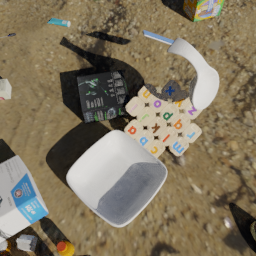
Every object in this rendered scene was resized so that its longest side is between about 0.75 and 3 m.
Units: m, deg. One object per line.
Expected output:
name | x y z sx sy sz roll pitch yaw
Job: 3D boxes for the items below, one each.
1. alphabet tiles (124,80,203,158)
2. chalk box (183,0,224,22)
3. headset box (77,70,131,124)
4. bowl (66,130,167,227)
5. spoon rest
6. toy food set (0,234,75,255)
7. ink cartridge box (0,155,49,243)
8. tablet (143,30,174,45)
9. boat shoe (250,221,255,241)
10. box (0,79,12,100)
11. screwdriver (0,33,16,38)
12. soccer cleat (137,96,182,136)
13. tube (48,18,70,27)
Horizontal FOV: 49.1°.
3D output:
alphabet tiles | 1.285 -0.309 10.256 2.707 0.198 2.647 42 93 2
chalk box | 3.953 -6.333 13.941 1.982 1.227 1.233 -17 60 -11
headset box | -1.018 -1.232 11.133 2.010 0.932 1.750 -11 61 -6
bowl | -0.354 1.724 9.390 2.676 1.000 2.679 38 66 20
spoon rest | 2.109 -1.531 8.436 1.310 2.636 0.799 -52 42 -6
toy food set | -2.899 3.727 8.162 2.419 1.088 1.155 6 60 4
ink cartridge box | -4.187 2.421 8.686 2.717 1.167 1.990 -29 50 -18
tablet | 1.255 -3.407 10.723 1.441 0.098 0.937 16 28 -9
boat shoe | 4.506 3.758 8.377 0.755 0.694 2.113 -20 62 -11
box | -5.431 -1.550 11.528 1.052 0.573 0.672 -7 60 -4
screwdriver | -5.847 -4.390 13.455 0.954 0.139 0.133 -21 61 -8
soccer cleat | 1.263 -0.576 10.920 2.348 0.911 0.814 51 45 5
tube | -3.412 -5.243 13.870 1.126 0.284 0.436 16 53 15
